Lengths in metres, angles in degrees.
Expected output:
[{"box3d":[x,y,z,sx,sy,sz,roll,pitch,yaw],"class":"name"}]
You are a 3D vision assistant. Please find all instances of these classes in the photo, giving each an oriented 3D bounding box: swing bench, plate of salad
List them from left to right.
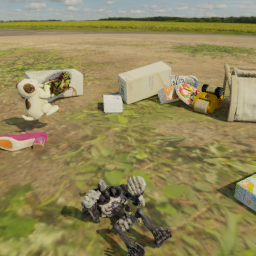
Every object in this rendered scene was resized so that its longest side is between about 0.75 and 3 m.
[{"box3d":[-3.329,-1.779,12.715,0.509,2.118,2.118,48,41,13],"class":"plate of salad"},{"box3d":[5.647,-1.492,11.944,2.878,1.877,2.893,4,24,7],"class":"swing bench"}]

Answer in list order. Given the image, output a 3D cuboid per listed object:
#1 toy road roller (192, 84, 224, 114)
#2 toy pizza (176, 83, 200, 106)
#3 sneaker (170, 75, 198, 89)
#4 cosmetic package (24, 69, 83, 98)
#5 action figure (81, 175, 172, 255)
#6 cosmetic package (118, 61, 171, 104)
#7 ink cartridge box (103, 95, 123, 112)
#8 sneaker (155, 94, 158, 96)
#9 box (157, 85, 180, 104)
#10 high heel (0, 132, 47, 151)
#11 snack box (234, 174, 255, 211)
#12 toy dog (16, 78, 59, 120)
[{"box3d":[3.694,-1.163,12.648,0.941,1.118,1.532,22,69,40],"class":"toy road roller"},{"box3d":[2.979,-1.602,13.225,1.579,0.250,1.579,16,45,-17],"class":"toy pizza"},{"box3d":[2.485,-2.346,14.785,1.118,1.012,2.625,3,7,-38],"class":"sneaker"},{"box3d":[-3.731,-2.236,14.208,2.622,1.144,1.355,-10,28,-28],"class":"cosmetic package"},{"box3d":[-0.170,1.592,5.792,1.399,1.201,2.354,-25,34,-24],"class":"action figure"},{"box3d":[0.818,-2.233,13.687,2.493,1.290,0.911,-22,44,-19],"class":"cosmetic package"},{"box3d":[-0.700,-1.126,12.801,0.834,0.488,1.153,-2,25,-6],"class":"ink cartridge box"},{"box3d":[1.943,-1.863,14.609,1.440,0.510,0.597,17,13,32],"class":"sneaker"},{"box3d":[2.057,-1.629,13.526,1.074,0.668,0.523,-15,-7,-30],"class":"box"},{"box3d":[-3.553,0.331,9.303,1.647,0.555,0.790,2,33,-9],"class":"high heel"},{"box3d":[3.672,1.539,6.743,1.785,0.473,1.269,-14,27,-29],"class":"snack box"},{"box3d":[-3.317,-1.082,9.753,1.350,1.392,0.971,-37,43,-24],"class":"toy dog"}]
